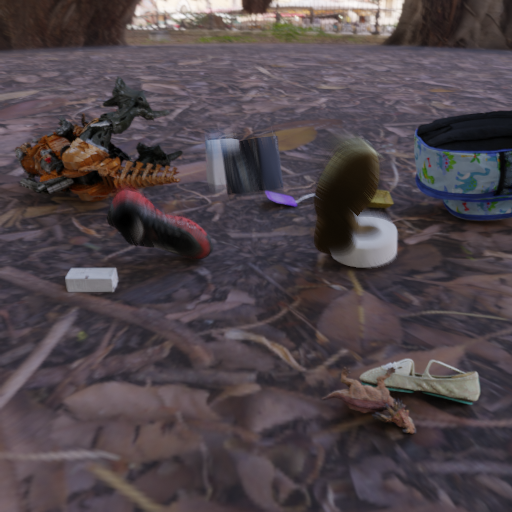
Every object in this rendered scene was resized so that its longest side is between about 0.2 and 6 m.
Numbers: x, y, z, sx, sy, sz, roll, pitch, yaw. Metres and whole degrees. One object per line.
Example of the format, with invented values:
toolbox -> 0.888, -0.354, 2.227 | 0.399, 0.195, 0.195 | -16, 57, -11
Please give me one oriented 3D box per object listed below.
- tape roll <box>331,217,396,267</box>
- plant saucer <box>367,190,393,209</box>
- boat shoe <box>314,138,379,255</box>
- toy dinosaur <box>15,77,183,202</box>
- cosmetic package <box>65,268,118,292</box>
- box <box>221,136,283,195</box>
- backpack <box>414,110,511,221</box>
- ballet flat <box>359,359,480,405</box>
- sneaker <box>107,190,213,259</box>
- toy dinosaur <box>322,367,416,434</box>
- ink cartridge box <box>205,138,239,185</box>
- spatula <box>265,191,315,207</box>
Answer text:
tape roll -> 2.179, -0.307, 11.412 | 1.360, 0.476, 1.360 | -5, 28, 3
plant saucer -> 2.973, -1.432, 14.213 | 0.862, 0.209, 0.862 | 5, 29, 1
boat shoe -> 1.482, -1.105, 9.868 | 1.028, 2.809, 0.910 | 6, 56, -2
toy dinosaur -> -3.977, -2.404, 14.629 | 5.288, 2.701, 3.589 | 32, 53, 19
cosmetic package -> -3.054, 0.448, 10.430 | 0.857, 0.317, 0.435 | -2, 27, -1
box -> -0.075, -1.567, 9.760 | 0.920, 0.905, 0.540 | 0, 11, 43
backpack -> 5.367, -2.125, 13.345 | 3.042, 2.236, 2.784 | -2, 26, 6
ballet flat -> 2.252, 1.661, 7.747 | 1.594, 0.497, 0.538 | 8, -2, 9
sneaker -> -1.969, -0.482, 11.138 | 2.271, 0.803, 1.110 | 28, 24, -1
toy dinosaur -> 1.469, 1.899, 7.337 | 1.206, 0.518, 0.817 | 2, 29, 6
ink cartridge box -> -0.748, -2.102, 12.485 | 0.683, 0.945, 0.400 | -12, 21, -30
spatula -> 1.467, -1.503, 14.371 | 2.456, 0.252, 0.694 | -4, 29, -9
